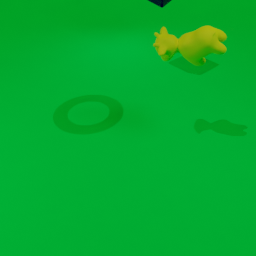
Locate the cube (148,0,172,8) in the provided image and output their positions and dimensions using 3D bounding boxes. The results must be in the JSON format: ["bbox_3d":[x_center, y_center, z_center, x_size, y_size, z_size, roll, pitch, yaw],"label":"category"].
[{"bbox_3d":[0.869,-4.105,7.511,1.024,1.024,1.024,38,71,23],"label":"cube"}]

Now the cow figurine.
[{"bbox_3d":[1.119,-1.595,5.268,1.117,1.135,0.623,16,71,-29],"label":"cow figurine"}]
